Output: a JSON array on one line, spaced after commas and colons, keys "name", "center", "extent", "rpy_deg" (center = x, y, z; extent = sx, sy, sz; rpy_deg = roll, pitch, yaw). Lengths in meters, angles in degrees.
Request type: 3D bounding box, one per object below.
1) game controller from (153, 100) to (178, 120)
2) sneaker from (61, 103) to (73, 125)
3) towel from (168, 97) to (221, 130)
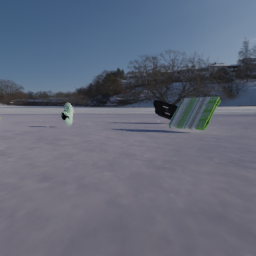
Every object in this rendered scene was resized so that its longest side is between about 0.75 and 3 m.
[{"name": "game controller", "center": [1.623, -0.679, 11.302], "extent": [0.315, 0.781, 1.497], "rpy_deg": [-34, 37, -30]}, {"name": "sneaker", "center": [-1.922, -0.511, 8.782], "extent": [0.285, 0.774, 0.457], "rpy_deg": [-13, -23, 8]}, {"name": "towel", "center": [1.631, -0.349, 6.975], "extent": [0.195, 0.948, 1.271], "rpy_deg": [37, -15, -28]}]
